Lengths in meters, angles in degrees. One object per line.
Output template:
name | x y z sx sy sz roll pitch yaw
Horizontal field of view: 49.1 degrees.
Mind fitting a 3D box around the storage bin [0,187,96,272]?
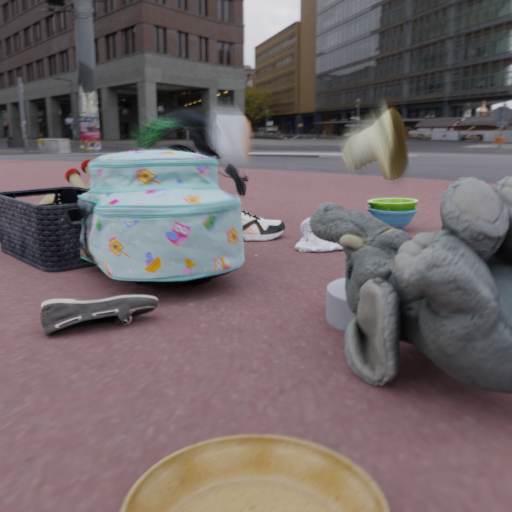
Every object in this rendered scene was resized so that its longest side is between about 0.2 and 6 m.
storage bin | -4.033 -0.647 11.657 1.862 1.291 2.754 -12 19 -41

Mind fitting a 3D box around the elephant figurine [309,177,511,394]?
elephant figurine | 1.803 0.437 6.226 2.118 2.322 2.993 31 -24 -17

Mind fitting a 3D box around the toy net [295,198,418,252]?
toy net | 2.125 -0.854 13.512 2.163 0.796 4.124 12 19 41

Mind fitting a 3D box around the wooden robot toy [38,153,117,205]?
wooden robot toy | -4.216 -1.724 15.485 3.366 1.527 1.483 -31 61 -10

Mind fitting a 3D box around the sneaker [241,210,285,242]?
sneaker | -0.333 -0.781 13.177 2.107 0.843 0.777 -2 12 -13

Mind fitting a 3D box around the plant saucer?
plant saucer | -0.011 1.776 3.698 1.738 0.308 1.738 0 14 0

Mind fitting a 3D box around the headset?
headset | -1.490 -2.446 14.342 2.064 1.571 3.343 -38 -25 24

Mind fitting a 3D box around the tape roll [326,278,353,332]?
tape roll | 1.698 0.688 7.838 1.434 0.474 1.434 -1 14 0

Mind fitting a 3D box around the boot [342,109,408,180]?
boot | 2.420 -2.071 11.639 0.627 1.739 1.345 29 -38 -31

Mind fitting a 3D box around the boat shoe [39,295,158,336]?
boat shoe | -2.102 0.823 7.596 1.559 0.444 0.521 -2 -23 -22

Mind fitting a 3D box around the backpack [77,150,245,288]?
backpack | -1.594 -0.640 9.556 2.635 2.298 2.997 -5 19 -25

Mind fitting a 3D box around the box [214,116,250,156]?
box | -0.465 -2.396 11.276 0.563 0.718 1.155 4 9 4
